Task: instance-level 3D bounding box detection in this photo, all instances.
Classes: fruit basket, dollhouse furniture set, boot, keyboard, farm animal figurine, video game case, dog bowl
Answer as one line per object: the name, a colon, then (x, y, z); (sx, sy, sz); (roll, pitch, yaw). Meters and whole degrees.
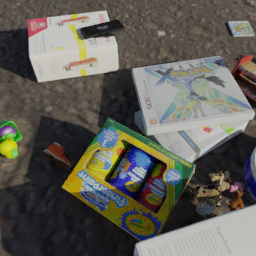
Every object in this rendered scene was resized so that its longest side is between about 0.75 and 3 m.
fruit basket: (-3.457, 0.375, 7.740); (1.102, 0.795, 1.102); (-9, 41, 8)
dollhouse furniture set: (4.586, -1.658, 9.120); (2.690, 1.094, 1.447); (-23, 56, -36)
boot: (-1.841, 0.733, 7.693); (0.933, 0.350, 0.500); (30, 55, 21)
keyboard: (-0.780, -3.149, 9.096); (1.375, 0.176, 0.826); (-20, 52, -15)
farm animal figurine: (2.144, 1.471, 6.765); (1.260, 0.664, 1.274); (-19, 19, 9)
video game case: (4.490, -3.949, 11.139); (0.823, 0.100, 0.904); (-2, 55, -1)
dog bowl: (4.130, 1.207, 7.022); (2.179, 0.858, 2.179); (0, 54, 0)
video game case: (1.746, -1.075, 8.289); (2.944, 0.324, 2.683); (-8, 49, -2)

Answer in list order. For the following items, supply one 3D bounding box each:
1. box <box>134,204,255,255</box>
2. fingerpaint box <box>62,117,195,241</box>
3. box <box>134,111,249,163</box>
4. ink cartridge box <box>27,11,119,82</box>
box: (1.689, 2.670, 5.131); (2.917, 2.221, 1.551); (-14, 57, -9)
fingerpaint box: (0.034, 1.216, 6.663); (2.424, 0.889, 2.022); (29, 78, 19)
box: (1.819, -0.179, 8.213); (2.605, 0.536, 2.031); (-26, 59, -18)
ink cartridge box: (-1.883, -2.869, 9.694); (2.806, 1.170, 2.036); (-10, 56, -8)
